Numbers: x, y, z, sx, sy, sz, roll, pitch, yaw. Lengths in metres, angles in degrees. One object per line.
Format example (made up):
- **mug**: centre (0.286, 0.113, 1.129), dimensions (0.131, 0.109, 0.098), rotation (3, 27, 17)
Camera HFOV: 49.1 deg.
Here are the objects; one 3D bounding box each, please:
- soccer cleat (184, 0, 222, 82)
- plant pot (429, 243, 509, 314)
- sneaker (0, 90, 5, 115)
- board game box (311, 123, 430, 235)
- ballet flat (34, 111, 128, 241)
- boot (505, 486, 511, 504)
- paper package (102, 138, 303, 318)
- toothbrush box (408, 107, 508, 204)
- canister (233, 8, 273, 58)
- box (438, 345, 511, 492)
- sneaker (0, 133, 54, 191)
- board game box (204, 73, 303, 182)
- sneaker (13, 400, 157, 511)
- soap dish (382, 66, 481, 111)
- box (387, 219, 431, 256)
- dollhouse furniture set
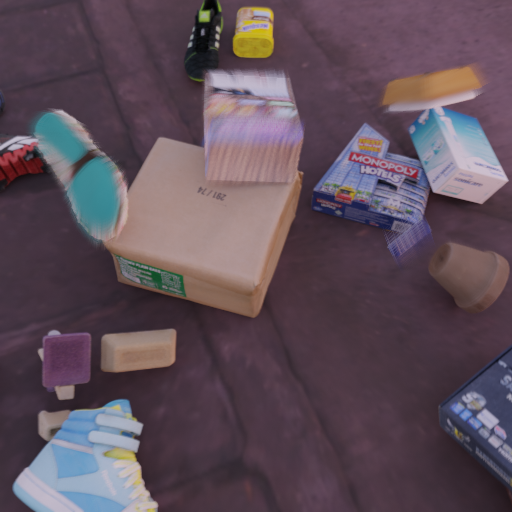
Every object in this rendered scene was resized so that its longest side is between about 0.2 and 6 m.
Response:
- **soccer cleat**: centre (-1.137, -4.684, 12.042), dimensions (0.761, 0.914, 2.255), rotation (4, 56, 2)
- **plant pot**: centre (3.145, 0.254, 8.521), dimensions (0.874, 1.002, 1.002), rotation (28, 58, -8)
- **sneaker**: centre (-5.957, -2.680, 10.922), dimensions (0.914, 0.782, 2.098), rotation (24, 52, 30)
- **board game box**: centre (2.181, -1.451, 10.070), dimensions (1.923, 0.593, 1.922), rotation (16, 58, 11)
- **ballet flat**: centre (-2.451, -1.196, 8.352), dimensions (0.943, 0.797, 2.492), rotation (-36, 67, 7)
- **boot**: centre (4.109, 3.323, 6.783), dimensions (2.096, 0.722, 2.249), rotation (-5, 52, 12)
- **paper package**: centre (-0.785, -0.472, 8.997), dimensions (2.490, 1.288, 2.374), rotation (15, 57, 9)
- **toothbrush box**: centre (3.579, -1.827, 10.032), dimensions (1.175, 0.684, 1.605), rotation (8, 52, -26)
- **canister**: centre (-0.051, -5.005, 12.516), dimensions (0.874, 0.509, 1.177), rotation (2, 55, 1)
- **box**: centre (3.770, 2.208, 6.884), dimensions (1.852, 0.599, 2.349), rotation (-32, 45, -14)
- **sneaker**: centre (-4.346, -1.905, 10.282), dimensions (2.079, 0.735, 1.016), rotation (-25, 62, -14)
- **board game box**: centre (-0.111, -2.038, 8.812), dimensions (1.386, 0.842, 1.738), rotation (1, 46, -7)
- **sneaker**: centre (-1.615, 2.738, 6.955), dimensions (2.460, 0.978, 1.606), rotation (23, 67, 14)
- **soap dish**: centre (2.636, -2.542, 8.544), dimensions (0.946, 0.489, 1.203), rotation (-16, 16, -16)
- **box**: centre (2.075, -0.228, 7.555), dimensions (0.584, 0.965, 0.156), rotation (-41, 76, 14)
- **dollhouse furniture set**: centre (-2.239, 1.645, 8.284), dimensions (1.914, 1.516, 1.358), rotation (-1, 11, -27)
